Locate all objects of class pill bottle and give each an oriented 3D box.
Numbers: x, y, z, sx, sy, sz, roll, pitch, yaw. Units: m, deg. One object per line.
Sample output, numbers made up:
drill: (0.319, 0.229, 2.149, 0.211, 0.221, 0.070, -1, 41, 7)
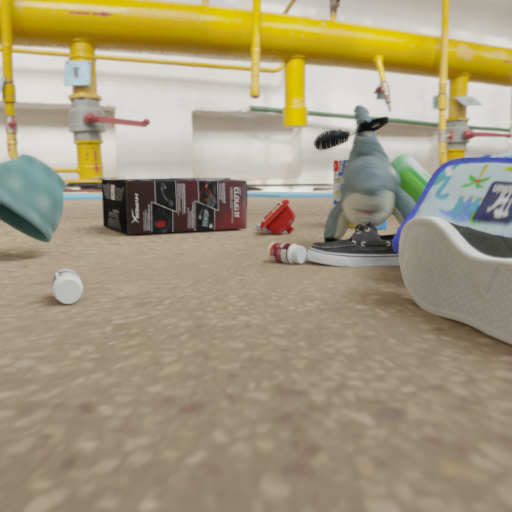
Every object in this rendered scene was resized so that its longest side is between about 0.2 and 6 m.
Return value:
pill bottle: (0.526, -0.041, 9.550, 0.610, 0.349, 0.349, 6, 10, 37)
pill bottle: (-2.271, 0.372, 6.728, 0.349, 0.349, 0.614, -3, 9, -21)

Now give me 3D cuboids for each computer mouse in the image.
computer mouse: (1.928, -2.598, 11.587, 1.779, 0.303, 0.521, -14, -8, 39)

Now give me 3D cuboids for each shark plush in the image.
shark plush: (2.390, -1.900, 11.097, 1.831, 1.679, 4.030, 0, 44, 24)

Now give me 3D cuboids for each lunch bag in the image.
lunch bag: (3.768, -0.452, 7.775, 2.989, 1.904, 2.541, -25, 23, -35)

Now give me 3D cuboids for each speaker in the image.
speaker: (3.476, -1.388, 11.839, 1.615, 0.714, 0.714, 51, 32, 19)

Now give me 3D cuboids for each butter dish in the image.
butter dish: (0.646, -0.867, 14.157, 0.742, 1.001, 1.004, 44, 5, -8)

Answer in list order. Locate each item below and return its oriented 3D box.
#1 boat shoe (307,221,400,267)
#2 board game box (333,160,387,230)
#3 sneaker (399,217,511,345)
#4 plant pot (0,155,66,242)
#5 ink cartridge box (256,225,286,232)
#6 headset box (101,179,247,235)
boat shoe: (1.974, -0.217, 9.393, 2.227, 0.738, 0.779, 1, 8, 10)
board game box: (2.935, -1.782, 15.965, 0.545, 1.949, 1.909, -4, 8, -25)
sneaker: (2.671, 0.209, 5.929, 1.429, 1.019, 2.882, 0, 13, -15)
plant pot: (-4.174, -1.137, 10.205, 1.610, 1.079, 1.610, 26, -20, 10)
ink cartridge box: (0.519, -0.762, 15.128, 0.785, 0.173, 0.799, -4, 8, -30)
headset box: (-2.123, -1.440, 15.477, 3.678, 1.380, 2.734, -4, 9, -28)
